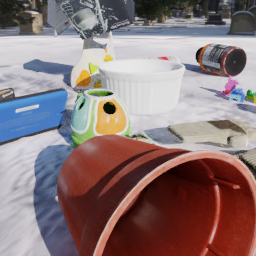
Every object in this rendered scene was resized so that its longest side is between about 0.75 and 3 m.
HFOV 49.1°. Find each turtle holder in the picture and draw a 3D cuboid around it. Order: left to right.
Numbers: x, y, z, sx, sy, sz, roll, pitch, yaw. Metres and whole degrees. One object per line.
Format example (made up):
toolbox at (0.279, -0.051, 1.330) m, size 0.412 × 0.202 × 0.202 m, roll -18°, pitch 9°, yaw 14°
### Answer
turtle holder at (-0.638, -0.250, 6.565) m, size 1.393 × 1.302 × 1.834 m, roll -1°, pitch 22°, yaw -2°

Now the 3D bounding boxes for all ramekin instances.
ramekin at (0.434, -1.433, 9.392) m, size 2.820 × 1.375 × 2.820 m, roll 0°, pitch 21°, yaw 0°

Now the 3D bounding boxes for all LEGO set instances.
LEGO set at (4.499, -1.422, 9.906) m, size 2.369 × 0.972 × 0.904 m, roll 11°, pitch 25°, yaw 26°

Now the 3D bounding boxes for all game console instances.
game console at (-2.879, -0.373, 7.001) m, size 2.221 × 1.896 × 1.314 m, roll -21°, pitch 57°, yaw -41°

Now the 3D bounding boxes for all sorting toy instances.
sorting toy at (-1.171, -2.991, 12.067) m, size 1.344 × 2.265 × 2.517 m, roll 16°, pitch 27°, yaw 34°

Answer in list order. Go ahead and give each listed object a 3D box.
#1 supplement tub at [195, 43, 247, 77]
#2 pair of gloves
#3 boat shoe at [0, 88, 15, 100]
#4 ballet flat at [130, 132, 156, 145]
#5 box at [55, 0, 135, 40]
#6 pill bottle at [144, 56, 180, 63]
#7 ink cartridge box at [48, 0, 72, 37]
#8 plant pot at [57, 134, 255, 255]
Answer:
supplement tub at (4.734, -3.645, 14.726) m, size 1.497 × 1.497 × 2.800 m, roll -8°, pitch 23°, yaw -19°
pair of gloves at (2.404, 0.432, 6.023) m, size 2.278 × 0.470 × 2.679 m, roll -8°, pitch 26°, yaw -28°
boat shoe at (-4.480, -0.745, 8.637) m, size 0.811 × 0.662 × 2.196 m, roll 18°, pitch 28°, yaw 38°
ballet flat at (0.385, 0.708, 4.931) m, size 0.832 × 0.832 × 2.242 m, roll -6°, pitch 23°, yaw -14°
box at (-1.098, -4.361, 9.372) m, size 2.074 × 2.038 × 1.285 m, roll -11°, pitch 58°, yaw 20°
pill bottle at (1.257, -2.624, 12.658) m, size 2.044 × 1.147 × 1.147 m, roll -7°, pitch 23°, yaw -14°
ink cartridge box at (-2.438, -4.662, 10.633) m, size 0.373 × 1.836 × 1.832 m, roll 23°, pitch 45°, yaw 6°
plant pot at (0.109, 0.928, 3.215) m, size 1.895 × 1.895 × 1.843 m, roll -12°, pitch 17°, yaw -26°
